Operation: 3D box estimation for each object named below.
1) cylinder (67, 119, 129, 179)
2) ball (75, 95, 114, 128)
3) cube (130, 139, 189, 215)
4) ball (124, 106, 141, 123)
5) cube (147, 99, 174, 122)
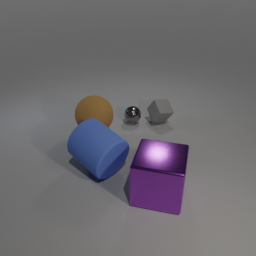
[{"bbox_3d":[-0.920,0.634,8.718,1.400,1.400,1.400,35,44,28],"label":"cylinder"},{"bbox_3d":[-1.224,-0.489,10.173,1.400,1.400,1.400,0,31,0],"label":"ball"},{"bbox_3d":[0.885,1.311,7.816,1.400,1.400,1.400,7,32,12],"label":"cube"},{"bbox_3d":[0.194,-0.555,11.529,0.700,0.700,0.700,0,31,0],"label":"ball"},{"bbox_3d":[1.319,-0.711,11.466,0.700,0.700,0.700,-5,62,-30],"label":"cube"}]
